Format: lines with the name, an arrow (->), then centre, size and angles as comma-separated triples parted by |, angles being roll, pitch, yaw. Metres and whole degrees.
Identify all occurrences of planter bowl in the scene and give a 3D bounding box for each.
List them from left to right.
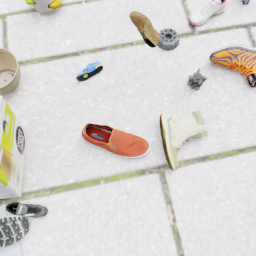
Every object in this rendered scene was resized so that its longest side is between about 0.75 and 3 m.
planter bowl -> -5.110, -2.090, 11.231 | 1.821, 1.226, 1.821 | 0, 72, 0

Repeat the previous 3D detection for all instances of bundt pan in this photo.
bundt pan -> 1.761, -3.936, 12.263 | 1.078, 0.404, 1.078 | 0, 72, -1

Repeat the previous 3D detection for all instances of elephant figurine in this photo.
elephant figurine -> 2.828, -2.014, 11.298 | 0.738, 1.042, 0.809 | 20, 73, 6

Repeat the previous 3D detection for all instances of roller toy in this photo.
roller toy -> -3.714, -5.968, 12.553 | 1.556, 1.087, 1.419 | -1, 67, 9

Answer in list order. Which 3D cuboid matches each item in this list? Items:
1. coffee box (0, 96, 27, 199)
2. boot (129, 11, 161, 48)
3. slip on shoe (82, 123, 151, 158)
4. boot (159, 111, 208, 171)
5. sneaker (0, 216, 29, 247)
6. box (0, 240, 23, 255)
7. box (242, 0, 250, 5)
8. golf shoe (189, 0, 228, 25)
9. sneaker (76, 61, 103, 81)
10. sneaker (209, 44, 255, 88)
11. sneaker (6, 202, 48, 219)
coffee box -> -5.157, 0.800, 9.351 | 2.658, 2.628, 2.654 | -5, 60, -2
boot -> 0.559, -3.298, 9.414 | 1.408, 0.518, 0.531 | 40, 52, -26
slip on shoe -> -0.478, 0.451, 10.617 | 2.737, 0.838, 1.014 | 17, 71, 4
boot -> 2.190, 0.432, 10.647 | 1.736, 0.809, 2.245 | -6, 71, -3
sneaker -> -4.663, 3.584, 9.508 | 2.483, 1.117, 0.973 | -12, 89, -26
box -> -4.070, 4.434, 9.643 | 0.853, 0.225, 1.095 | -16, 74, -6
box -> 5.369, -6.531, 12.816 | 0.260, 0.941, 1.377 | -10, 72, -3
golf shoe -> 3.598, -5.325, 12.454 | 1.999, 0.915, 0.753 | -34, 76, -9
sneaker -> -1.668, -2.417, 11.799 | 1.265, 0.417, 0.496 | -31, 61, -9
sneaker -> 4.748, -2.508, 11.459 | 2.719, 1.055, 1.523 | 0, 71, 0
sneaker -> -3.620, 2.903, 9.892 | 1.512, 0.684, 0.502 | 6, 71, 2
